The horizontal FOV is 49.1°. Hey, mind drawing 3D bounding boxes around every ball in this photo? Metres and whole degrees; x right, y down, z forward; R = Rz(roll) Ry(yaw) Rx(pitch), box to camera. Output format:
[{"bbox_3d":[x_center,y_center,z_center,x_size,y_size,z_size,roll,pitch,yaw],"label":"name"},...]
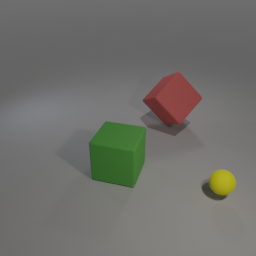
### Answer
[{"bbox_3d":[2.612,1.504,7.757,0.700,0.700,0.700,0,30,0],"label":"ball"}]

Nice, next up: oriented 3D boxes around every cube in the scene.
[{"bbox_3d":[1.692,-1.119,10.903,1.400,1.400,1.400,-48,14,-10],"label":"cube"},{"bbox_3d":[-0.282,0.786,8.822,1.400,1.400,1.400,9,31,14],"label":"cube"}]
